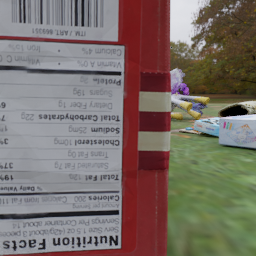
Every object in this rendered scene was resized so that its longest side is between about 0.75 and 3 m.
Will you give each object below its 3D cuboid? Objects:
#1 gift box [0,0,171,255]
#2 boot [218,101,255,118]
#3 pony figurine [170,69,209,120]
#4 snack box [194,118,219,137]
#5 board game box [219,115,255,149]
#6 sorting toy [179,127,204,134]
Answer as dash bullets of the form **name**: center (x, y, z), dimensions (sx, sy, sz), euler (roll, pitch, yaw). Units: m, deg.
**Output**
- **gift box**: center (-0.650, -0.290, 2.028), dimensions (1.910, 2.070, 1.933), euler (4, 4, -8)
- **boot**: center (4.637, -0.588, 10.126), dimensions (2.361, 0.851, 1.826), euler (-3, 3, 35)
- **pony figurine**: center (1.982, -1.234, 12.134), dimensions (2.770, 2.307, 2.674), euler (24, 29, 37)
- **snack box**: center (2.346, -0.030, 7.046), dimensions (0.832, 0.266, 1.431), euler (17, 15, 36)
- **board game box**: center (3.587, 0.055, 5.293), dimensions (2.667, 0.579, 2.654), euler (-6, 8, -43)
- **sorting toy**: center (1.908, 0.039, 7.566), dimensions (0.697, 0.139, 0.943), euler (6, 8, 43)
